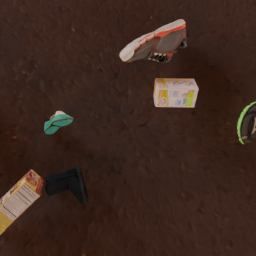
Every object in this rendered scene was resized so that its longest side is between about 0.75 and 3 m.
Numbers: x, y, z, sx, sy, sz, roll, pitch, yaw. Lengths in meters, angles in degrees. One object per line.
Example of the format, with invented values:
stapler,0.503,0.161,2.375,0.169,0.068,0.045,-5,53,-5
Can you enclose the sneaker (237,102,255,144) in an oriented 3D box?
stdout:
sneaker,3.871,-0.354,7.343,2.336,0.979,0.896,-33,114,-8

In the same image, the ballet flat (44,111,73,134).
ballet flat,-1.943,-0.216,7.677,0.429,1.275,0.449,9,66,-41

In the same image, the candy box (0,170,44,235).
candy box,-2.950,1.969,6.899,1.874,1.093,0.529,-44,103,-3

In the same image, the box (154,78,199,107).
box,1.268,-0.957,7.610,1.087,0.611,0.551,1,39,-4

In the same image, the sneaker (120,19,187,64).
sneaker,0.901,-2.272,8.005,2.465,0.950,1.009,-33,110,-25

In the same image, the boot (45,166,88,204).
boot,-1.631,1.631,7.395,0.998,0.453,1.187,-19,51,-6
